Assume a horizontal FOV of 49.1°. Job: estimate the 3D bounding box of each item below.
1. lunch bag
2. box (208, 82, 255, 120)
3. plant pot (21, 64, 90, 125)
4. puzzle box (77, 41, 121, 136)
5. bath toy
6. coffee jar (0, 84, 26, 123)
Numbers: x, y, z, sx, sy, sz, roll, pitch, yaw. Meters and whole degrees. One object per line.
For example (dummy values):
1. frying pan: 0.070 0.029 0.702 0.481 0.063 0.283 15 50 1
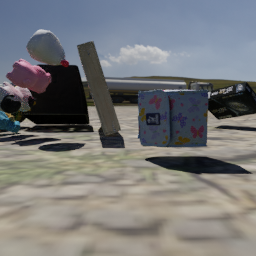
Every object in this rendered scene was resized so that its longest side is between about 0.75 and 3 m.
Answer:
1. lunch bag: 0.554 -0.119 3.575 0.861 0.730 0.547 1 4 3
2. box: 2.969 -0.737 8.078 1.421 0.309 1.138 -10 -36 46
3. plant pot: -1.991 -0.949 8.167 1.684 1.497 1.688 0 -9 -5
4. puzzle box: -0.762 -0.914 7.117 0.374 1.959 2.945 -17 8 -6
5. bath toy: -2.123 -0.959 6.029 0.882 2.387 1.038 36 18 -16
6. coffee jar: -3.833 -0.595 7.249 1.453 1.189 2.787 -4 2 11
